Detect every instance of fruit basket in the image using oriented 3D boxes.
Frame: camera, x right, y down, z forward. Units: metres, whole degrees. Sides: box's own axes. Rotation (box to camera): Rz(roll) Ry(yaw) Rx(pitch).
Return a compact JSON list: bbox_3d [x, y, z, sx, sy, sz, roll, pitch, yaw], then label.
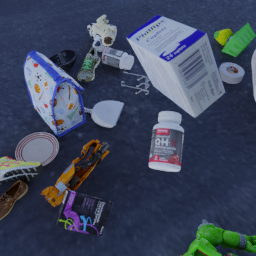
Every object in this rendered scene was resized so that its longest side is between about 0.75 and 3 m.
[{"bbox_3d":[5.133,-4.477,13.803,1.762,1.271,1.762,6,63,-12],"label":"fruit basket"}]

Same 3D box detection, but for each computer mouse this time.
[{"bbox_3d":[-3.367,-2.874,12.882,2.288,0.603,1.584,-22,54,-3],"label":"computer mouse"}]

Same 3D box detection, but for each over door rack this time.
[{"bbox_3d":[0.307,-1.971,12.127,1.266,0.422,0.935,18,51,-13],"label":"over door rack"}]

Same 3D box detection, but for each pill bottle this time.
[{"bbox_3d":[0.941,0.321,6.707,0.752,0.752,1.358,7,77,5],"label":"pill bottle"},{"bbox_3d":[-0.457,-3.187,12.951,1.344,0.765,0.765,22,55,16],"label":"pill bottle"}]

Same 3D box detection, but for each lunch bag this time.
[{"bbox_3d":[-2.706,-1.352,10.336,1.575,2.543,2.162,-34,58,-24],"label":"lunch bag"}]

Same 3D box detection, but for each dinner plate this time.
[{"bbox_3d":[-3.265,0.805,10.127,1.546,0.187,1.546,0,50,0],"label":"dinner plate"}]

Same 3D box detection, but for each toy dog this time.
[{"bbox_3d":[-0.806,-3.275,9.674,0.885,0.637,0.913,-30,85,-4],"label":"toy dog"}]

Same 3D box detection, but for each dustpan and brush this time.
[{"bbox_3d":[-1.206,-0.663,11.179,1.837,0.526,1.282,17,56,5],"label":"dustpan and brush"}]

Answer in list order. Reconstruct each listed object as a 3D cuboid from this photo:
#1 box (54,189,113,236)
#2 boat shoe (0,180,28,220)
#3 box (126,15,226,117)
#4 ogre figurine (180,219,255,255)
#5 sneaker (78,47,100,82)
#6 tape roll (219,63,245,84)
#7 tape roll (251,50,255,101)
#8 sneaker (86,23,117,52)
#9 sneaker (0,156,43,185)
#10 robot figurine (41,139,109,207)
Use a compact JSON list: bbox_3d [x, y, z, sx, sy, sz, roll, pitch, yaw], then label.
[{"bbox_3d":[-1.235,2.447,8.020,1.448,0.261,1.035,21,85,-25],"label":"box"},{"bbox_3d":[-3.800,2.239,8.771,0.534,0.501,1.483,26,56,19],"label":"boat shoe"},{"bbox_3d":[1.514,-2.023,8.919,1.360,2.384,2.593,-39,42,-2],"label":"box"},{"bbox_3d":[2.263,3.592,7.149,1.726,1.412,2.879,35,71,11],"label":"ogre figurine"},{"bbox_3d":[-1.814,-2.900,12.627,0.782,0.901,2.033,7,52,6],"label":"sneaker"},{"bbox_3d":[4.618,-2.471,12.574,1.102,0.364,1.102,3,50,-3],"label":"tape roll"},{"bbox_3d":[6.306,-2.068,10.687,2.893,2.893,1.986,9,52,8],"label":"tape roll"},{"bbox_3d":[-1.595,-4.605,14.030,1.403,0.861,2.156,16,53,14],"label":"sneaker"},{"bbox_3d":[-3.923,1.304,9.331,2.116,0.827,0.955,-8,49,-5],"label":"sneaker"},{"bbox_3d":[-1.547,1.316,8.722,0.733,1.825,2.518,42,70,-1],"label":"robot figurine"}]
